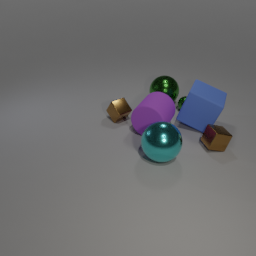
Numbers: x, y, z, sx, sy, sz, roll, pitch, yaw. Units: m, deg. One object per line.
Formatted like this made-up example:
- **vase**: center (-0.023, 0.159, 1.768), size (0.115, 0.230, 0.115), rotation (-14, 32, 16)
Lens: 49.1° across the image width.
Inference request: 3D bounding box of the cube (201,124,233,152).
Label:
- **cube**: center (3.212, 0.355, 10.210), size (0.700, 0.700, 0.700), rotation (9, 28, -20)

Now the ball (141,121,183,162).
- **ball**: center (1.142, 0.463, 9.520), size (1.400, 1.400, 1.400), rotation (0, 31, 0)

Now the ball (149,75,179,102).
- **ball**: center (1.712, -1.771, 13.224), size (1.400, 1.400, 1.400), rotation (0, 31, 0)

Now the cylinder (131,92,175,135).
- **cylinder**: center (1.022, -0.543, 11.146), size (1.400, 1.400, 1.400), rotation (14, 35, 21)

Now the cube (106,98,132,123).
- **cube**: center (-0.384, -0.756, 11.951), size (0.700, 0.700, 0.700), rotation (-24, 74, -33)

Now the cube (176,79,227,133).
- **cube**: center (2.995, -0.883, 11.396), size (1.400, 1.400, 1.400), rotation (27, 37, 8)

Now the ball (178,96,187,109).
- **ball**: center (2.631, -1.104, 12.790), size (0.700, 0.700, 0.700), rotation (0, 31, 0)
